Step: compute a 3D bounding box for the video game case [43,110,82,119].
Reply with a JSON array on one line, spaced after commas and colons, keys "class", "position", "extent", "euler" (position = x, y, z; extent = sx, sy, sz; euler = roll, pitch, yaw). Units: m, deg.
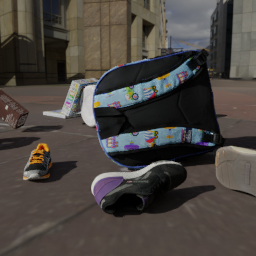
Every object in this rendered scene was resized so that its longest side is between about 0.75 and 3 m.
[{"class": "video game case", "position": [-3.141, -0.745, 14.344], "extent": [1.786, 0.197, 1.626], "euler": [10, 14, 38]}]

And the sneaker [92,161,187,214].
[{"class": "sneaker", "position": [0.293, 1.012, 4.423], "extent": [1.623, 0.615, 0.711], "euler": [-10, 24, -17]}]

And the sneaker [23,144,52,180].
[{"class": "sneaker", "position": [-1.885, 0.710, 5.861], "extent": [0.517, 0.510, 1.321], "euler": [0, 12, -11]}]

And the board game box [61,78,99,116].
[{"class": "board game box", "position": [-1.996, -1.387, 12.127], "extent": [0.367, 1.441, 2.143], "euler": [27, 18, 9]}]

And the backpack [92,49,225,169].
[{"class": "backpack", "position": [0.532, -0.362, 6.689], "extent": [2.801, 2.557, 1.884], "euler": [-14, 5, -13]}]

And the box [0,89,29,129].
[{"class": "box", "position": [-4.343, -0.680, 10.110], "extent": [1.409, 0.706, 0.528], "euler": [37, 30, 8]}]

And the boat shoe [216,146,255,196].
[{"class": "boat shoe", "position": [2.470, 0.766, 4.431], "extent": [0.936, 0.951, 2.552], "euler": [-4, 13, -19]}]

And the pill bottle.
[{"class": "pill bottle", "position": [-0.436, -0.974, 11.684], "extent": [2.746, 1.644, 1.644], "euler": [-8, 13, -37]}]
